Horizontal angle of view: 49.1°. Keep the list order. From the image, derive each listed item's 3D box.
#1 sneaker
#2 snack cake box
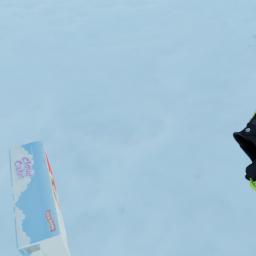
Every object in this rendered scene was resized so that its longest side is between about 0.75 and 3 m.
[{"bbox_3d":[2.207,-0.052,4.575,0.928,0.803,2.241,0,54,16],"label":"sneaker"},{"bbox_3d":[-1.201,0.999,3.761,0.493,0.844,1.468,-15,49,-13],"label":"snack cake box"}]
